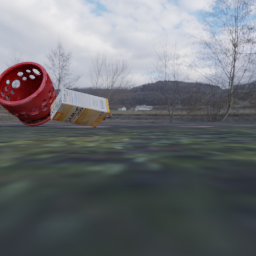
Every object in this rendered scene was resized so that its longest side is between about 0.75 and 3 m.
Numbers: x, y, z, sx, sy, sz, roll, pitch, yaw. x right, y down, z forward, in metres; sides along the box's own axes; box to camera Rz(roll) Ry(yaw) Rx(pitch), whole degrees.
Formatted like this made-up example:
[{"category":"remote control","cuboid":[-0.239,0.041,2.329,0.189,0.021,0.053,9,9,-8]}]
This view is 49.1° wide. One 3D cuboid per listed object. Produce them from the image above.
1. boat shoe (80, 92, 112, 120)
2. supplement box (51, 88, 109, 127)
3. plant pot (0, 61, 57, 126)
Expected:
[{"category":"boat shoe","cuboid":[-1.692,-0.906,12.752,0.911,0.909,2.516,6,22,-45]},{"category":"supplement box","cuboid":[-1.305,-0.507,7.609,1.356,0.499,0.855,10,-35,-31]},{"category":"plant pot","cuboid":[-3.823,-1.230,11.052,2.096,2.096,1.909,0,-32,13]}]
